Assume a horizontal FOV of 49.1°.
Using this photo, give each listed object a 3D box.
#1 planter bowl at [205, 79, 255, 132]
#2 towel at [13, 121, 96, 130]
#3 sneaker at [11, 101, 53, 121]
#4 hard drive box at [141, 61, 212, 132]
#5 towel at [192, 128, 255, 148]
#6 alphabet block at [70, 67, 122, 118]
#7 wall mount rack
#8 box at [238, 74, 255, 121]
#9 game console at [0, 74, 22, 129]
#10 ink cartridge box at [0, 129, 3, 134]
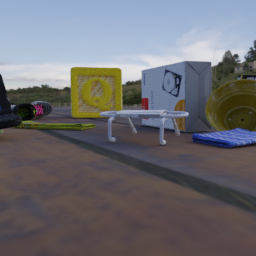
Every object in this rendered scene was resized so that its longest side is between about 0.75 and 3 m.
[{"bbox_3d":[3.151,-0.392,7.749,1.866,1.866,0.777,3,-28,26],"label":"planter bowl"},{"bbox_3d":[-2.598,-0.122,9.880,2.690,0.243,1.158,2,6,17],"label":"towel"},{"bbox_3d":[-4.784,-0.825,13.977,2.503,0.923,1.095,-10,12,-43],"label":"sneaker"},{"bbox_3d":[1.554,-1.048,9.609,1.054,2.140,2.746,-4,6,-24],"label":"hard drive box"},{"bbox_3d":[2.425,0.184,6.360,1.642,0.196,1.189,-7,9,-28],"label":"towel"},{"bbox_3d":[-1.949,-2.056,16.697,2.889,2.874,2.943,-3,5,-10],"label":"alphabet block"},{"bbox_3d":[0.448,-0.059,6.858,2.125,0.792,1.846,2,9,21],"label":"wall mount rack"},{"bbox_3d":[5.530,-1.078,10.847,2.460,1.964,0.607,1,6,4],"label":"box"},{"bbox_3d":[-4.148,-0.619,6.802,2.501,1.456,2.200,-14,13,-29],"label":"game console"},{"bbox_3d":[-3.960,0.117,7.334,0.772,0.255,1.062,5,18,45],"label":"ink cartridge box"}]
